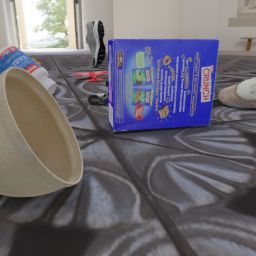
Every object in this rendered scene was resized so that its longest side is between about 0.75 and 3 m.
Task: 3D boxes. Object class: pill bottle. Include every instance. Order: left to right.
[{"bbox_3d":[-3.241,-1.699,8.975,1.851,1.039,1.039,37,23,0],"label":"pill bottle"}]

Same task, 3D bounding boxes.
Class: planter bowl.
[{"bbox_3d":[-1.726,0.238,4.246,1.292,1.920,1.920,-27,17,7],"label":"planter bowl"}]

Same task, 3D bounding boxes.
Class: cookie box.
[{"bbox_3d":[0.845,-1.145,7.268,2.639,2.258,0.992,-3,19,-11],"label":"cookie box"}]

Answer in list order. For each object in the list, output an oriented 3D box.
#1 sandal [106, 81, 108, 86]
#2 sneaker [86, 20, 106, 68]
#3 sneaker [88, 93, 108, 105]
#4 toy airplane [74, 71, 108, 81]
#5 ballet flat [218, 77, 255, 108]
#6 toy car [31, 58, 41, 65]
[{"bbox_3d":[-0.125,-2.518,14.003,0.909,0.546,2.422,15,24,38],"label":"sandal"},{"bbox_3d":[-0.804,-2.025,6.789,0.433,1.091,0.403,7,20,21],"label":"sneaker"},{"bbox_3d":[-0.747,-1.046,9.805,1.247,0.481,0.531,6,15,16],"label":"sneaker"},{"bbox_3d":[-1.862,-2.801,15.132,1.967,0.362,1.967,-2,20,1],"label":"toy airplane"},{"bbox_3d":[4.441,-1.177,8.977,2.950,0.992,1.004,6,59,19],"label":"ballet flat"},{"bbox_3d":[-3.716,-2.139,11.517,1.259,1.424,1.312,-9,21,-24],"label":"toy car"}]
